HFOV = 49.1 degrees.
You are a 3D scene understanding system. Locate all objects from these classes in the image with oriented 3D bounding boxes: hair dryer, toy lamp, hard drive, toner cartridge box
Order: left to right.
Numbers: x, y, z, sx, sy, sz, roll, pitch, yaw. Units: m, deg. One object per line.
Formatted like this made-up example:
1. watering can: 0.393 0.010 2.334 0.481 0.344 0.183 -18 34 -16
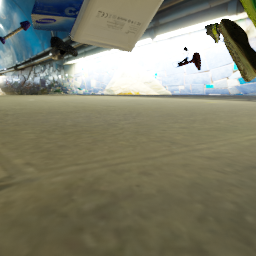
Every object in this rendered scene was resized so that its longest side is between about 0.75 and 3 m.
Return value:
1. toy lamp: -3.389 -2.899 8.419 1.023 0.298 0.298 -42 25 -18
2. toner cartridge box: -1.736 -4.025 9.868 2.960 1.406 0.639 3 -35 -5
3. hard drive: 0.015 -2.655 5.514 1.600 2.426 0.308 -1 51 -39
4. hair dryer: 2.140 -2.268 9.655 0.299 0.838 1.100 24 13 -49

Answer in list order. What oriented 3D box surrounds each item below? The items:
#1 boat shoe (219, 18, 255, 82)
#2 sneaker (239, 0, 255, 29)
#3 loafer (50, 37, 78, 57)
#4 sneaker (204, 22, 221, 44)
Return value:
1. boat shoe: 3.742 -2.719 9.671 0.885 2.415 0.757 -13 -20 -25
2. sneaker: 3.103 -2.650 5.797 1.235 2.955 1.094 -31 -24 31
3. loafer: -1.372 -1.682 6.004 0.266 0.275 0.783 11 -4 29
4. sneaker: 3.569 -3.998 11.759 0.551 0.503 1.362 12 -11 28
